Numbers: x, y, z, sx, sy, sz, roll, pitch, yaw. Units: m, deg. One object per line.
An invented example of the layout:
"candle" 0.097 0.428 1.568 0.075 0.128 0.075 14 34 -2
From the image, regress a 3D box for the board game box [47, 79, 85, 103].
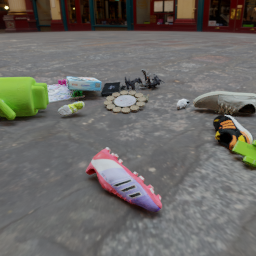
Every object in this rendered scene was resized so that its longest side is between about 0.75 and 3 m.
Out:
"board game box" -3.943 -1.866 14.062 2.717 0.351 2.717 -14 27 -28

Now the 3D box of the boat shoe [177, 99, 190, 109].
"boat shoe" 2.443 -1.042 12.303 0.342 0.359 0.999 13 17 28

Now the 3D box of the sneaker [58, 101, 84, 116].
"sneaker" -2.280 -0.790 11.353 1.074 0.407 0.564 -16 11 -6

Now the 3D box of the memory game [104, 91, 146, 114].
"memory game" -0.121 -1.167 12.333 1.861 0.119 1.861 -3 36 3

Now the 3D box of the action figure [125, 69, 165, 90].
"action figure" 0.942 -2.593 14.897 2.069 1.056 1.230 -10 15 -16

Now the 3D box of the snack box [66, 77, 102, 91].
"snack box" -2.286 -2.255 14.132 1.517 0.484 2.611 0 14 -15

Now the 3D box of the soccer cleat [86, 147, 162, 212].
"soccer cleat" -0.140 1.337 6.658 0.887 0.774 2.319 -47 49 -6

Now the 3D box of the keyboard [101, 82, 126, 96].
"keyboard" -0.702 -2.036 14.605 1.214 0.259 2.023 -4 25 4

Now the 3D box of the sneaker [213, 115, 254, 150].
"sneaker" 3.184 0.108 9.218 0.897 0.698 1.995 -3 26 -14

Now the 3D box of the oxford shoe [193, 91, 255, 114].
"oxford shoe" 4.056 -0.960 11.513 2.665 1.002 0.769 2 64 7

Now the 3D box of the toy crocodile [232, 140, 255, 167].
"toy crocodile" 3.872 0.850 7.644 2.055 0.694 0.634 20 -10 42

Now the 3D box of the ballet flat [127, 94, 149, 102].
"ballet flat" 0.404 -1.361 12.958 1.131 0.384 0.426 6 33 6

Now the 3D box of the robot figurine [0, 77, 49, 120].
"robot figurine" -4.605 -1.240 11.213 2.689 1.555 2.359 -2 24 -5
